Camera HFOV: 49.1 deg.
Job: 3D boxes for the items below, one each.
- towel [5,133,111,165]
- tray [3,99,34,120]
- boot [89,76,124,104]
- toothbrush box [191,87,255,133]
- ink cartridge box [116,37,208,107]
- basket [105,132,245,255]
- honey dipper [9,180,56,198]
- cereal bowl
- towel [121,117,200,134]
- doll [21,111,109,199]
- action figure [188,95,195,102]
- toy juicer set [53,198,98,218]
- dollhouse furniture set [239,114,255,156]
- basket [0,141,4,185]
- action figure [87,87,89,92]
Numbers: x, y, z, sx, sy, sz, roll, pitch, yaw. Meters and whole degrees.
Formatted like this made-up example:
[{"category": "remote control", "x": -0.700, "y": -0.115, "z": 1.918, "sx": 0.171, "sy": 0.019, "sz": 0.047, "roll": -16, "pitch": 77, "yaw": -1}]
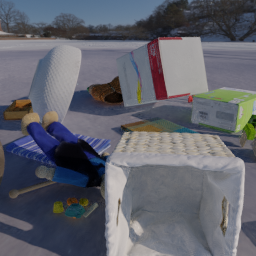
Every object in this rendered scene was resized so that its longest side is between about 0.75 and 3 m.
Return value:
[{"category": "towel", "x": -1.808, "y": 0.440, "z": 7.345, "sx": 2.294, "sy": 0.274, "sz": 1.661, "roll": 10, "pitch": 23, "yaw": 26}, {"category": "tray", "x": -3.983, "y": -0.715, "z": 10.533, "sx": 0.872, "sy": 0.327, "sz": 1.768, "roll": -3, "pitch": 19, "yaw": -8}, {"category": "boot", "x": -0.375, "y": -1.627, "z": 12.368, "sx": 2.454, "sy": 0.904, "sz": 1.898, "roll": -19, "pitch": 26, "yaw": -21}, {"category": "toothbrush box", "x": 3.443, "y": -0.697, "z": 9.499, "sx": 1.618, "sy": 0.956, "sz": 2.222, "roll": 18, "pitch": 27, "yaw": 42}, {"category": "ink cartridge box", "x": 1.190, "y": -2.044, "z": 10.657, "sx": 2.045, "sy": 2.035, "sz": 2.814, "roll": -13, "pitch": 4, "yaw": -33}, {"category": "basket", "x": 0.566, "y": 0.960, "z": 3.934, "sx": 1.639, "sy": 1.624, "sz": 1.318, "roll": 1, "pitch": 15, "yaw": 5}, {"category": "honey dipper", "x": -1.590, "y": 1.092, "z": 5.519, "sx": 1.444, "sy": 0.274, "sz": 0.274, "roll": -15, "pitch": 25, "yaw": -35}, {"category": "cereal bowl", "x": -2.370, "y": -1.367, "z": 8.667, "sx": 1.091, "sy": 2.620, "sz": 2.620, "roll": 16, "pitch": 13, "yaw": -23}, {"category": "towel", "x": 0.963, "y": 0.135, "z": 8.303, "sx": 1.582, "sy": 0.234, "sz": 2.157, "roll": -12, "pitch": 22, "yaw": -30}, {"category": "doll", "x": -1.060, "y": 0.597, "z": 5.569, "sx": 2.669, "sy": 0.647, "sz": 1.821, "roll": 35, "pitch": 25, "yaw": 26}, {"category": "action figure", "x": 3.792, "y": -1.211, "z": 11.588, "sx": 2.483, "sy": 0.642, "sz": 0.812, "roll": 13, "pitch": 21, "yaw": 26}, {"category": "toy juicer set", "x": -0.827, "y": 1.387, "z": 4.771, "sx": 0.840, "sy": 0.229, "sz": 0.534, "roll": 3, "pitch": 8, "yaw": 37}, {"category": "dollhouse furniture set", "x": 3.504, "y": 0.456, "z": 7.297, "sx": 0.921, "sy": 0.711, "sz": 1.843, "roll": 6, "pitch": 39, "yaw": -3}, {"category": "basket", "x": -3.299, "y": 0.480, "z": 3.745, "sx": 1.865, "sy": 2.472, "sz": 2.742, "roll": 20, "pitch": 1, "yaw": 27}, {"category": "action figure", "x": -1.328, "y": -1.962, "z": 13.859, "sx": 1.633, "sy": 0.447, "sz": 0.965, "roll": 2, "pitch": 20, "yaw": 26}]
